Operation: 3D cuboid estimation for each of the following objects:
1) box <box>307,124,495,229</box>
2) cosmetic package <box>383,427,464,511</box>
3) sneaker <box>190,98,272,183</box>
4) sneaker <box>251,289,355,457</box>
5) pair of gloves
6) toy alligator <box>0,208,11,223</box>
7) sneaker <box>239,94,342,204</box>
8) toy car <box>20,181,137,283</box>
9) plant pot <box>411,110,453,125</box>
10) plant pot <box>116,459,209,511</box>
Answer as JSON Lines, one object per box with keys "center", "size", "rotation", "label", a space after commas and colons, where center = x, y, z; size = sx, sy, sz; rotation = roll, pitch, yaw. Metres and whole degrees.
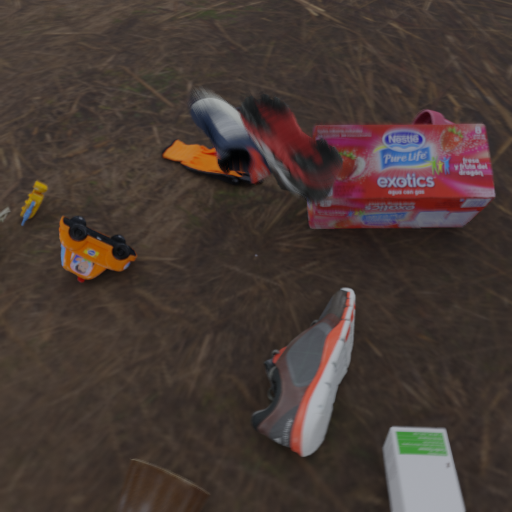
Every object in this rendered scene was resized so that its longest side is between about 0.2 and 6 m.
{"center": [2.649, -1.498, 10.868], "size": [3.251, 1.621, 1.552], "rotation": [-1, 73, -1], "label": "box"}
{"center": [2.174, 3.054, 7.290], "size": [0.790, 0.623, 1.468], "rotation": [2, 43, -1], "label": "cosmetic package"}
{"center": [-0.614, -2.251, 11.020], "size": [2.427, 0.910, 1.025], "rotation": [35, 67, 28], "label": "sneaker"}
{"center": [0.748, 1.527, 8.566], "size": [1.197, 1.126, 2.923], "rotation": [11, 44, 20], "label": "sneaker"}
{"center": [-0.502, -2.721, 13.417], "size": [2.595, 0.360, 2.913], "rotation": [23, 48, 22], "label": "pair of gloves"}
{"center": [-5.210, -0.062, 10.557], "size": [0.601, 0.657, 2.217], "rotation": [45, 47, -14], "label": "toy alligator"}
{"center": [0.507, -1.819, 9.749], "size": [0.879, 1.215, 2.487], "rotation": [-30, 58, -18], "label": "sneaker"}
{"center": [-3.564, -0.369, 10.951], "size": [3.132, 1.536, 1.042], "rotation": [32, 96, 49], "label": "toy car"}
{"center": [4.188, -2.616, 12.805], "size": [1.091, 1.219, 1.219], "rotation": [9, 43, -13], "label": "plant pot"}
{"center": [-1.304, 3.285, 6.871], "size": [1.084, 1.084, 1.159], "rotation": [16, 60, 15], "label": "plant pot"}
